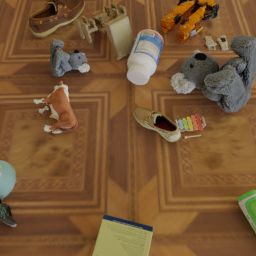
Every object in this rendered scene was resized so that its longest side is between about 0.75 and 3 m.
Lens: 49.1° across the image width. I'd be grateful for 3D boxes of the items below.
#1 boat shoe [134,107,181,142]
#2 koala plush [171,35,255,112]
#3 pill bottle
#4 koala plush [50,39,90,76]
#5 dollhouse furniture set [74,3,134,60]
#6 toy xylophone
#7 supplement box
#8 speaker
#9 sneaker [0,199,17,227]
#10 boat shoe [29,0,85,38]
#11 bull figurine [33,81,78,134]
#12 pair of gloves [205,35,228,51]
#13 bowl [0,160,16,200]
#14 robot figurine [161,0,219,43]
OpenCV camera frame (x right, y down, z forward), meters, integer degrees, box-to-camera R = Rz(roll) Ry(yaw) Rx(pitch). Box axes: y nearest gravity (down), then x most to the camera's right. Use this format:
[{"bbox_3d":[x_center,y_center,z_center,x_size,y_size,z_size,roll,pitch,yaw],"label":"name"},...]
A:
[{"bbox_3d":[0.960,-0.263,9.344,1.869,0.620,0.692,31,67,24],"label":"boat shoe"},{"bbox_3d":[2.884,-1.819,9.724,2.526,2.321,2.240,24,70,36],"label":"koala plush"},{"bbox_3d":[0.596,-2.604,10.426,1.091,1.091,1.944,15,64,8],"label":"pill bottle"},{"bbox_3d":[-2.166,-2.532,10.534,1.356,1.246,1.202,-6,46,-27],"label":"koala plush"},{"bbox_3d":[-0.751,-3.858,11.303,1.835,1.391,2.094,-32,44,-16],"label":"dollhouse furniture set"},{"bbox_3d":[2.133,-0.053,9.494,1.025,0.258,0.751,-14,62,-7],"label":"toy xylophone"},{"bbox_3d":[-0.152,3.181,7.326,1.364,0.916,1.363,12,62,7],"label":"supplement box"},{"bbox_3d":[3.735,2.558,7.825,0.687,0.687,1.553,-19,63,-10],"label":"speaker"},{"bbox_3d":[-3.554,2.424,8.048,1.067,0.402,0.423,32,64,16],"label":"sneaker"},{"bbox_3d":[-2.936,-4.897,11.777,1.009,0.946,2.802,39,68,19],"label":"boat shoe"},{"bbox_3d":[-2.455,-0.699,9.634,1.241,0.666,2.044,-23,62,-9],"label":"bull figurine"},{"bbox_3d":[3.623,-3.494,11.459,0.903,0.158,0.768,1,61,1],"label":"pair of gloves"},{"bbox_3d":[-4.167,1.477,8.391,1.373,0.718,1.373,0,60,0],"label":"bowl"},{"bbox_3d":[2.644,-4.756,11.830,1.819,0.730,2.509,40,69,20],"label":"robot figurine"}]
